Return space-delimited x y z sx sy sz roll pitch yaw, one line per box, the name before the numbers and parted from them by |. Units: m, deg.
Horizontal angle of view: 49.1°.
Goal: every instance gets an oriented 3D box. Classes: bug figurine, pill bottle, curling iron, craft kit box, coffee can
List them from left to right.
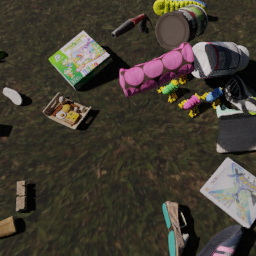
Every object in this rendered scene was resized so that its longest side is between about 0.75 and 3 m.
craft kit box | -2.264 -3.223 13.238 2.239 0.543 2.211 -42 63 -5
curling iron | 0.199 -3.484 9.688 0.725 0.374 2.924 60 34 -10
coffee can | 1.897 -3.519 9.738 1.230 1.230 1.680 32 43 18
bug figurine | 2.767 -1.756 12.506 2.200 0.730 2.837 -40 66 -21
pill bottle | 4.158 -3.084 12.626 2.579 1.542 1.542 -11 56 -30

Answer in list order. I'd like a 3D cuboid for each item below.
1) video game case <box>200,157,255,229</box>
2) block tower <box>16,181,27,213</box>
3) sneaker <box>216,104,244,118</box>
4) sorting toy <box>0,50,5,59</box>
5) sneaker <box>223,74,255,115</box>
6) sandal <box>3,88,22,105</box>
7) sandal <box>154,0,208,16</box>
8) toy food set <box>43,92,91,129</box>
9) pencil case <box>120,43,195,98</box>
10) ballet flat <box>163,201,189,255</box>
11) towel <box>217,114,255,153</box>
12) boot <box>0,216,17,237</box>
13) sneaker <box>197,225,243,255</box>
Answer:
video game case | 3.998 2.307 10.269 2.011 0.221 1.833 38 65 21
block tower | -3.835 2.481 10.122 0.313 0.292 1.083 -8 59 -4
sneaker | 4.385 -0.778 12.081 1.128 0.415 0.666 -3 57 -3
sorting toy | -6.791 -3.638 13.797 1.273 0.522 0.765 -22 60 -14
sneaker | 5.153 -1.240 12.104 1.134 1.036 2.803 6 46 -37
sandal | -5.095 -1.472 12.561 1.244 0.506 0.306 35 24 20
sandal | 2.968 -6.814 15.466 2.920 1.160 1.271 15 55 8
toy food set | -2.589 -0.778 12.021 1.690 0.511 1.213 24 61 14
pencil case | 0.807 -1.665 8.125 2.219 1.007 1.039 -21 38 1
ballet flat | 1.657 3.412 9.352 0.673 0.681 2.000 0 59 -10
towel | 4.606 0.225 10.891 2.278 1.509 0.393 -6 25 -2
boot | -4.496 3.299 9.587 1.144 0.378 1.002 -20 73 -11
sneaker | 2.957 4.154 8.917 2.430 0.853 0.997 -35 87 -21
